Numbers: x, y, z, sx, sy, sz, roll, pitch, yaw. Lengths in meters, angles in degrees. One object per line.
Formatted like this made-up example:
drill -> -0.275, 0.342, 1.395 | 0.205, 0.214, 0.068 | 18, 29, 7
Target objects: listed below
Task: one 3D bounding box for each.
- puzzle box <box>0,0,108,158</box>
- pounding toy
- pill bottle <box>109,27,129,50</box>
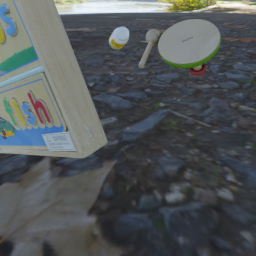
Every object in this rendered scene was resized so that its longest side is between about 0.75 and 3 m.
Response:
puzzle box -> -1.619, -0.581, 3.590 | 2.917, 1.941, 0.371 | -4, 21, 46
pounding toy -> 1.210, -1.669, 6.315 | 1.698, 0.788, 1.311 | 0, 60, 21
pill bottle -> -0.330, -3.572, 11.082 | 0.668, 0.668, 1.185 | -7, 2, -14
